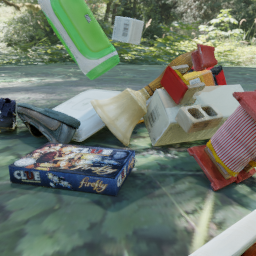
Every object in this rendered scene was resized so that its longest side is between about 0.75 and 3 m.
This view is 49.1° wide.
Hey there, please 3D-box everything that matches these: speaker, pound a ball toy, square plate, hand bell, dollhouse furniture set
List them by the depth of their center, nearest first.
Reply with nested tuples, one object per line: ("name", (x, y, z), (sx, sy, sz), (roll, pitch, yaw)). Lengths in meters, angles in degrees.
("pound a ball toy", (0.983, 1.008, 2.207), (2.274, 1.483, 0.966), (-13, 20, -38))
("dollhouse furniture set", (1.560, -0.502, 5.256), (1.172, 1.551, 2.882), (-9, 52, -32))
("hand bell", (0.585, -0.979, 6.823), (2.764, 1.439, 1.439), (-39, 16, 4))
("speaker", (-1.363, -2.742, 7.758), (1.201, 2.716, 1.201), (-32, 8, 5))
("square plate", (-1.279, -0.584, 8.575), (2.565, 0.368, 2.589), (13, 39, 43))

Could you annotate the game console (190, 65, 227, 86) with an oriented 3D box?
("game console", (3.133, -1.881, 11.772), (1.669, 2.424, 2.812), (-13, 10, 26))

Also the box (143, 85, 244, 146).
("box", (1.788, -0.343, 7.140), (2.518, 1.196, 0.979), (-6, 61, -23))

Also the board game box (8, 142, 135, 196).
("board game box", (-0.988, 0.716, 5.378), (2.008, 0.348, 1.361), (4, 16, 14))

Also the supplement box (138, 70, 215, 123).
("supplement box", (1.394, -1.073, 9.336), (2.836, 0.976, 0.944), (-16, 15, 3))

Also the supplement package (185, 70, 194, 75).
("supplement package", (2.750, -1.909, 12.668), (1.579, 1.521, 2.777), (7, 17, 24))

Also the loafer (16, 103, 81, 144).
("loafer", (-2.349, -0.095, 7.440), (2.771, 0.872, 0.996), (12, -12, 46))

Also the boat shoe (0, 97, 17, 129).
("boat shoe", (-3.634, -0.490, 8.454), (0.676, 0.840, 1.811), (7, 4, -28))

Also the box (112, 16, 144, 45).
("box", (-0.010, -3.924, 11.296), (0.938, 0.933, 0.803), (25, 23, 35))
